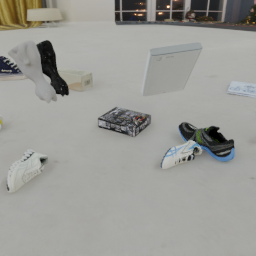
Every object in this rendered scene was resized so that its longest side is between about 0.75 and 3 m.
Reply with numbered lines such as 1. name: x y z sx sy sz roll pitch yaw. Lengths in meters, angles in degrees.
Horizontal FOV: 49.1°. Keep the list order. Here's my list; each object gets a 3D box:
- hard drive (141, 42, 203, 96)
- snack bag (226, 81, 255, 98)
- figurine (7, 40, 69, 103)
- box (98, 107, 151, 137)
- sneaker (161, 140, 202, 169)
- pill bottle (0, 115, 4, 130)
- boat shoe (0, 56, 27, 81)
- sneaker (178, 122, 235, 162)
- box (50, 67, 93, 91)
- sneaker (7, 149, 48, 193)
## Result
1. hard drive: 1.416 -1.959 9.787 1.683 2.552 0.335 -10 69 -7
2. snack bag: 6.517 -2.146 15.461 1.903 0.216 2.018 12 30 21
3. figurine: -2.279 -1.493 7.653 0.733 1.660 1.702 -24 13 14
4. box: -0.136 -0.299 11.538 1.773 0.441 1.398 15 30 26
5. sneaker: 1.741 0.890 9.051 1.710 0.615 0.620 -24 41 -33
6. pill bottle: -5.344 -0.238 11.362 0.500 0.500 0.893 -7 27 -13
7. boat shoe: -7.228 -3.763 17.345 2.990 1.386 1.116 -12 29 -21
8. sneaker: 2.766 0.274 9.811 0.839 0.980 2.366 -15 31 -31
9. box: -3.255 -2.822 16.028 2.295 0.892 1.090 15 30 26
10. sneaker: -2.972 1.245 8.335 0.736 0.682 1.815 11 28 3
